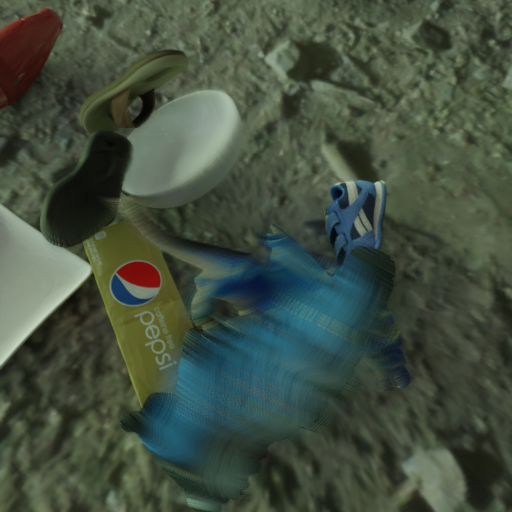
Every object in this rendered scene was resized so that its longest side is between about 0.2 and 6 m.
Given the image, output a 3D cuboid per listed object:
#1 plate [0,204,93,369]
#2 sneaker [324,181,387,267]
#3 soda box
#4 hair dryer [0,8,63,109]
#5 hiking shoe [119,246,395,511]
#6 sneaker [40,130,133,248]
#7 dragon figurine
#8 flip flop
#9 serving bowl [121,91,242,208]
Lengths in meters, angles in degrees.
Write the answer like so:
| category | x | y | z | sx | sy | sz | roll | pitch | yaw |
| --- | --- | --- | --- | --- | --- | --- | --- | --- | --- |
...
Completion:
| category | x | y | z | sx | sy | sz | roll | pitch | yaw |
| --- | --- | --- | --- | --- | --- | --- | --- | --- | --- |
| plate | -4.044 | 0.534 | 8.172 | 2.469 | 0.400 | 2.474 | 31 | 64 | 16 |
| sneaker | 1.422 | -0.289 | 8.457 | 0.897 | 0.807 | 2.181 | 11 | 51 | 5 |
| soda box | -1.381 | 0.974 | 7.543 | 0.967 | 1.024 | 3.022 | -22 | 62 | -13 |
| hair dryer | -5.380 | -3.689 | 10.314 | 3.855 | 1.047 | 2.936 | -26 | 62 | -15 |
| hiking shoe | -0.041 | 1.071 | 5.501 | 1.444 | 1.239 | 3.331 | 40 | 104 | 4 |
| sneaker | -2.348 | -0.663 | 7.774 | 0.869 | 1.302 | 2.272 | 17 | 40 | -11 |
| dragon figurine | 0.245 | 0.333 | 7.015 | 1.946 | 1.152 | 3.915 | -40 | 96 | 8 |
| flip flop | -1.975 | -2.502 | 9.115 | 0.994 | 2.452 | 0.706 | -31 | 98 | -55 |
| serving bowl | -1.148 | -1.593 | 8.985 | 2.269 | 0.746 | 2.269 | -17 | 47 | 20 |
